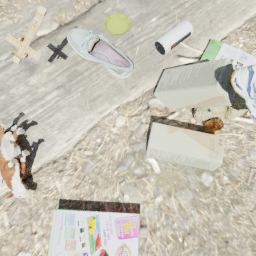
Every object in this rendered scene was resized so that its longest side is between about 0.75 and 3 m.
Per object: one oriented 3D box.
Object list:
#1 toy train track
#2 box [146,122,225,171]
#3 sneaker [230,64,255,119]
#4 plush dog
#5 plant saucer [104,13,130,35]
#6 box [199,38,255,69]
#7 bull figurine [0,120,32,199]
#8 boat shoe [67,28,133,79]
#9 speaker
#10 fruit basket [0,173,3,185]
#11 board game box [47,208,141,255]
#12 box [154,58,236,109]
[{"bbox_3d":[-3.019,-2.801,8.519,1.110,0.315,1.935,31,107,-14],"label":"toy train track"},{"bbox_3d":[2.037,0.699,10.253,2.613,1.241,1.016,13,69,4],"label":"box"},{"bbox_3d":[3.652,-0.884,7.603,1.981,0.873,0.746,41,57,-23],"label":"sneaker"},{"bbox_3d":[3.545,-0.848,10.811,2.108,1.969,2.454,-25,42,5],"label":"plush dog"},{"bbox_3d":[-0.489,-4.724,12.863,1.205,0.187,1.205,0,68,0],"label":"plant saucer"},{"bbox_3d":[4.318,-2.645,11.952,2.417,0.439,1.745,28,72,9],"label":"box"},{"bbox_3d":[-4.085,1.110,9.955,0.919,1.714,2.823,-7,56,-42],"label":"bull figurine"},{"bbox_3d":[-0.947,-2.705,9.777,2.663,0.854,0.981,37,80,2],"label":"boat shoe"},{"bbox_3d":[2.017,-3.958,12.290,1.750,0.711,0.711,-38,74,-14],"label":"speaker"},{"bbox_3d":[-5.080,1.667,10.379,0.911,0.427,0.844,8,69,-14],"label":"fruit basket"},{"bbox_3d":[-1.103,3.947,9.335,2.975,0.600,2.277,3,69,1],"label":"board game box"},{"bbox_3d":[2.468,-1.548,10.321,2.787,1.083,1.323,3,62,49],"label":"box"}]
